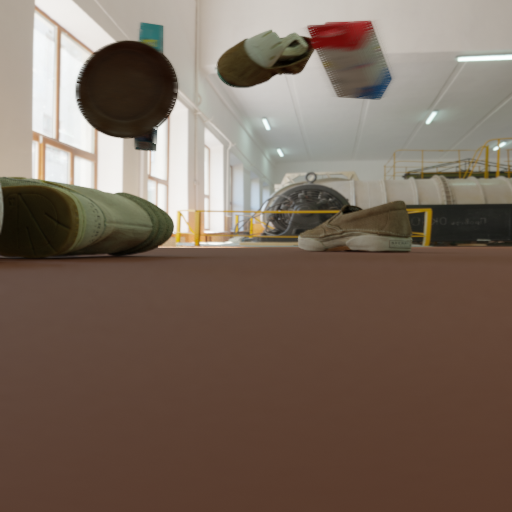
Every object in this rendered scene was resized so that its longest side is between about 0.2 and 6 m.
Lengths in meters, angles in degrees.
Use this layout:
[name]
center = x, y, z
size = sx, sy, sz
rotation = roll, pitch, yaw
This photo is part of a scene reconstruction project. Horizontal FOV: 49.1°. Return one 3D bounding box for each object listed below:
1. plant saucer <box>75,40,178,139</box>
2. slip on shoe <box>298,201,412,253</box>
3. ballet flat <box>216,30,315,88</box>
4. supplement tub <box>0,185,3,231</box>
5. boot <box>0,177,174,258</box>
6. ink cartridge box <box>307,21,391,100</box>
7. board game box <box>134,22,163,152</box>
[plant saucer]
center = -2.219, -2.860, 9.593
size = 1.747, 1.747, 0.320
rotation = -1, 39, -28
[slip on shoe]
center = 2.076, -0.601, 12.330
size = 1.290, 1.028, 3.393
rotation = 0, 1, -24
[ballet flat]
center = 0.324, -3.853, 10.679
size = 0.964, 0.904, 2.664
rotation = -35, -5, 42
[supplement tub]
center = -3.070, -0.449, 4.862
size = 1.403, 1.013, 1.013
rotation = -1, 1, -43
[boot]
center = -2.703, -0.478, 7.121
size = 2.799, 1.009, 2.165
rotation = 7, 5, 25
[ink cartridge box]
center = 0.986, -2.118, 5.878
size = 0.568, 0.329, 0.977
rotation = 17, -22, 39
[board game box]
center = -2.194, -3.395, 11.440
size = 0.475, 2.025, 1.529
rotation = 4, -16, -9
